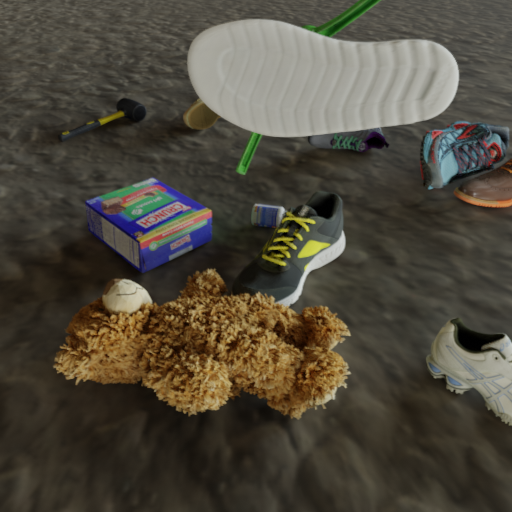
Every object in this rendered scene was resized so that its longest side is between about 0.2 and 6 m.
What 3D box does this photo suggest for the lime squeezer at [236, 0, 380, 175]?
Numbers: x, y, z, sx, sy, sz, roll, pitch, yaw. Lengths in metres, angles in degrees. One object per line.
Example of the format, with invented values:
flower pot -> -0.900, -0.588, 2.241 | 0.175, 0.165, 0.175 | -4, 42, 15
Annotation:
lime squeezer -> 0.687, -2.899, 9.088 | 0.661, 3.503, 1.237 | 13, 39, -43

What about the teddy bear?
teddy bear -> -0.631, 1.030, 7.403 | 3.838, 1.281, 2.783 | 14, 36, 19

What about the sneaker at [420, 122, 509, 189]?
sneaker -> 4.483, -2.265, 11.848 | 1.400, 1.163, 2.931 | 6, 31, 41

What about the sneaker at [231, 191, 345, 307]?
sneaker -> 0.529, -0.182, 9.167 | 1.048, 1.191, 2.816 | 21, 40, 28

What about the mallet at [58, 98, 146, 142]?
mallet -> -4.099, -3.546, 14.640 | 2.457, 0.506, 0.809 | -28, 44, -29

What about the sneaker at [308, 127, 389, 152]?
sneaker -> 2.217, -2.811, 13.362 | 1.893, 0.704, 0.828 | -8, 41, -13

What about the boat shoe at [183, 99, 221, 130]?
boat shoe -> -1.392, -3.841, 14.878 | 0.640, 0.714, 1.928 | 9, 31, 29

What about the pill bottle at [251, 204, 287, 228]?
pill bottle -> 0.306, -0.743, 10.643 | 0.736, 0.412, 0.412 | 8, 36, 11

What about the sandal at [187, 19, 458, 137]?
sandal -> 0.710, -1.939, 6.295 | 2.935, 1.194, 0.721 | 6, 24, -1

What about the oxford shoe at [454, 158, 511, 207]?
oxford shoe -> 5.239, -1.703, 11.495 | 2.702, 0.985, 0.963 | -15, 38, -21

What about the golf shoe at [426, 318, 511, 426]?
golf shoe -> 3.140, 1.482, 7.035 | 1.961, 0.954, 0.768 | 24, 39, 28

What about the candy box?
candy box -> -1.964, -0.626, 10.211 | 1.551, 0.707, 1.834 | -28, 45, -35
